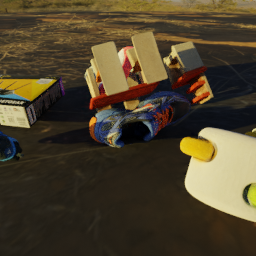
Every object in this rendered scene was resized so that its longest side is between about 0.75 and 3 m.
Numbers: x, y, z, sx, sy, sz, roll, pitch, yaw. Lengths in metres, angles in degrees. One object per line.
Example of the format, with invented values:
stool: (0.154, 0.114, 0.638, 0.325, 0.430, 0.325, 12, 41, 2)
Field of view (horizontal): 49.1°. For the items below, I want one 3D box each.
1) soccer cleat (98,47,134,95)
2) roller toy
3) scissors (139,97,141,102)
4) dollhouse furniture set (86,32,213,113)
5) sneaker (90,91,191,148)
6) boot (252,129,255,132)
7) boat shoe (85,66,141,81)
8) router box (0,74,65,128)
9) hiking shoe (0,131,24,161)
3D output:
soccer cleat: (-0.299, -1.373, 7.015, 0.649, 0.566, 1.698, 7, 59, 47)
roller toy: (1.717, 0.617, 4.239, 1.675, 1.170, 1.528, 17, 1, 34)
scissors: (0.386, -0.753, 8.667, 0.473, 0.090, 1.292, 37, 17, 6)
dollhouse furniture set: (0.434, -0.937, 6.582, 2.747, 1.431, 2.777, -17, -6, -11)
sneaker: (0.466, -0.109, 6.578, 2.615, 0.985, 1.025, -22, 33, -21)
boot: (3.492, 0.218, 6.576, 0.713, 0.358, 0.988, -11, 24, -43)
boat shoe: (-0.231, -1.957, 9.962, 2.764, 0.834, 1.045, -4, 61, 27)
router box: (-3.422, -0.867, 7.938, 2.605, 0.665, 1.943, 5, 33, 15)
hiking shoe: (-2.622, 0.394, 5.742, 0.723, 0.620, 1.667, 28, -5, -27)
